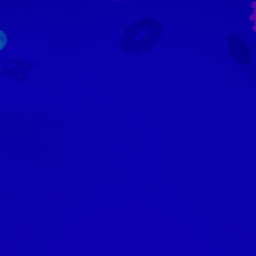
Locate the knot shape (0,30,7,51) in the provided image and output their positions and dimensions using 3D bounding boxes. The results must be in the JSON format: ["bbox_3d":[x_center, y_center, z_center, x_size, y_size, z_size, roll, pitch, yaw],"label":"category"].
[{"bbox_3d":[-3.734,-2.238,7.448,1.091,1.166,0.539,-33,28,19],"label":"knot shape"}]

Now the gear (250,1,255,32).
[{"bbox_3d":[3.811,-3.133,7.294,0.263,1.422,1.422,-2,55,-20],"label":"gear"}]
